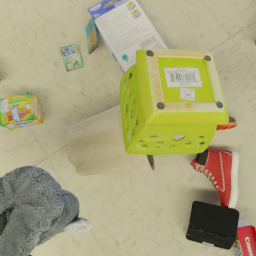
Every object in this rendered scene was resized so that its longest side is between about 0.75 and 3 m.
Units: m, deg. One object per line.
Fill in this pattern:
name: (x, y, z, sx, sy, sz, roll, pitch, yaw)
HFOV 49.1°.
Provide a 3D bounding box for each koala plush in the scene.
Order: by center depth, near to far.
koala plush: (-1.688, 1.711, 5.745, 1.810, 2.041, 1.875, 40, 96, 28)

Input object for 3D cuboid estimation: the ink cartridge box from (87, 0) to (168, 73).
ink cartridge box: (0.005, -3.067, 9.174, 1.592, 0.560, 2.668, -31, 85, -5)

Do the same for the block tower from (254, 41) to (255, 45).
block tower: (4.856, -3.660, 9.228, 0.607, 0.650, 2.248, 21, 80, 3)

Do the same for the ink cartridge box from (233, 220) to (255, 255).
ink cartridge box: (3.348, 3.328, 7.976, 0.484, 1.014, 1.155, -12, 81, -2)

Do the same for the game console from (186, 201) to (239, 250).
game console: (2.429, 2.842, 8.141, 1.314, 1.155, 0.764, 10, 48, 12)

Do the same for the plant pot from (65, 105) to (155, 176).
plant pot: (-0.522, 0.396, 7.977, 2.094, 2.287, 2.287, -14, 82, 9)

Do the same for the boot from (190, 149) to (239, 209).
boot: (2.530, 1.586, 8.424, 1.405, 0.705, 1.948, 7, 74, 1)

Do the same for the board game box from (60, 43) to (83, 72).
board game box: (-1.865, -2.330, 9.272, 0.567, 0.123, 0.843, -17, 82, -3)

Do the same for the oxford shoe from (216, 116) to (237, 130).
oxford shoe: (2.127, -0.489, 8.635, 2.510, 0.893, 0.910, 10, 77, 2)

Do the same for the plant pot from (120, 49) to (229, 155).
plant pot: (0.808, -0.526, 5.265, 1.707, 1.549, 1.698, -1, 67, -11)

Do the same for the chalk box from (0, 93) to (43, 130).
chalk box: (-3.457, -0.469, 8.626, 1.369, 0.847, 0.852, -12, 81, -2)

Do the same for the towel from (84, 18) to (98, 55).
towel: (-1.202, -2.976, 9.110, 0.105, 0.706, 0.963, -4, 81, -30)
